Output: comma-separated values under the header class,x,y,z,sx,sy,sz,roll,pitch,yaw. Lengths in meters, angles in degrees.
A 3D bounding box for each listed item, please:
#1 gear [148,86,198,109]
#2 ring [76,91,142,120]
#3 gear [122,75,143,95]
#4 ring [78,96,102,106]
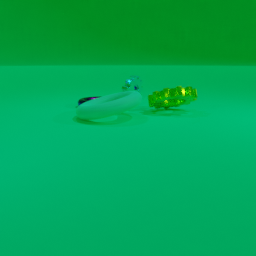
class,x,y,z,sx,sy,sz,roll,pitch,yaw
gear,1.512,-1.014,9.560,1.650,0.305,1.650,-6,-10,-1
ring,-0.583,-0.717,8.643,2.073,0.415,2.073,-13,14,3
gear,0.151,-1.321,10.266,0.221,1.194,1.194,21,22,27
ring,-1.146,-0.978,10.782,1.572,0.314,1.572,0,14,0
